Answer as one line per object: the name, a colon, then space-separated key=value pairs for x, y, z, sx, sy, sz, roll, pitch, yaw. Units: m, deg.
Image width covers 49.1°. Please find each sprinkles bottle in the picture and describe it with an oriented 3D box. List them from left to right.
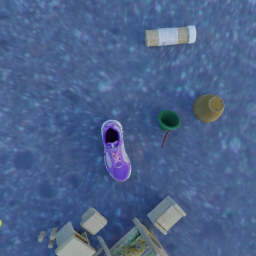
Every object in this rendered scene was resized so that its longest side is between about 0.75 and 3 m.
sprinkles bottle: x=1.311 y=-2.853 z=8.715 sx=1.519 sy=0.518 sz=0.518 roll=-5 pitch=87 yaw=-1

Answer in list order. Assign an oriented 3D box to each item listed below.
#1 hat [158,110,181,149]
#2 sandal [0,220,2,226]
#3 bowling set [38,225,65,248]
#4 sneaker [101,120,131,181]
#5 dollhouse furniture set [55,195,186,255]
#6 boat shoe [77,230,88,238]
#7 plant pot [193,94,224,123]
hat: x=1.144 y=-0.007 z=8.770 sx=0.732 sy=0.778 sz=0.884 roll=36 pitch=50 yaw=12
sandal: x=-4.330 y=3.085 z=8.423 sx=0.977 sy=0.425 sz=0.388 roll=-37 pitch=89 yaw=0
bowling set: x=-2.185 y=3.359 z=8.440 sx=0.946 sy=0.508 sz=0.659 roll=-8 pitch=105 yaw=-2
sneaker: x=-0.397 y=0.682 z=8.352 sx=0.766 sy=0.842 sz=1.905 roll=-12 pitch=88 yaw=-2
dollhouse furniture set: x=0.081 y=2.854 z=7.267 sx=2.886 sy=1.605 sz=2.553 roll=-43 pitch=121 yaw=-2
boat shoe: x=-1.659 y=3.840 z=8.355 sx=0.589 sy=0.604 sz=1.595 roll=37 pitch=83 yaw=-30
plant pot: x=2.488 y=-0.633 z=8.371 sx=0.897 sy=0.962 sz=0.897 roll=0 pitch=87 yaw=1
